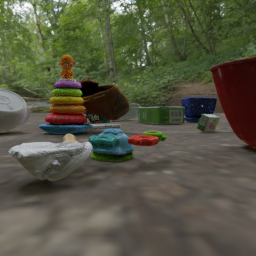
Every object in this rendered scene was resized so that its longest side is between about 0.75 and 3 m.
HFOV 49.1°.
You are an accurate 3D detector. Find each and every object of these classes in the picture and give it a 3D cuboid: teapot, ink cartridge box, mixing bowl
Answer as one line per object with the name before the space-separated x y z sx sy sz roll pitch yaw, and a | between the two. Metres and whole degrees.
teapot | -3.234 -0.327 7.052 1.337 0.976 1.319 17 29 -17
ink cartridge box | 1.200 -0.548 11.880 1.215 0.694 2.341 -2 4 -28
ink cartridge box | 2.196 -0.137 7.456 0.796 0.413 0.236 -1 25 -44
mixing bowl | 2.402 -0.311 4.135 2.301 1.246 2.301 0 3 0

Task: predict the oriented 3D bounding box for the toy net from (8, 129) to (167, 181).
toy net | -0.292 0.258 2.748 0.938 0.345 1.788 5 7 27

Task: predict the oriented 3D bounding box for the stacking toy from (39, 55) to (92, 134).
stacking toy | -1.521 -0.839 6.956 1.114 1.920 1.054 1 4 13

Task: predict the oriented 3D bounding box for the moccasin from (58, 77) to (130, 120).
moccasin | -1.138 -0.917 7.718 1.013 1.069 2.769 -35 31 -24

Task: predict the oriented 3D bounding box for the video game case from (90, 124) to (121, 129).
video game case | -0.940 -0.066 9.116 1.181 0.106 0.846 -4 5 -43

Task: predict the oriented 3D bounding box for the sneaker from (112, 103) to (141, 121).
sneaker | -0.599 -0.771 14.485 2.825 1.044 1.158 4 -13 -43

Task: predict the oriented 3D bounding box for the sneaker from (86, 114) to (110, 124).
sneaker | -1.279 -0.512 11.715 0.855 0.763 2.139 -7 1 -15

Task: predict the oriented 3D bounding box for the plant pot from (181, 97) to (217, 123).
plant pot | 3.168 -0.805 12.614 1.246 1.120 1.246 -1 4 -8
